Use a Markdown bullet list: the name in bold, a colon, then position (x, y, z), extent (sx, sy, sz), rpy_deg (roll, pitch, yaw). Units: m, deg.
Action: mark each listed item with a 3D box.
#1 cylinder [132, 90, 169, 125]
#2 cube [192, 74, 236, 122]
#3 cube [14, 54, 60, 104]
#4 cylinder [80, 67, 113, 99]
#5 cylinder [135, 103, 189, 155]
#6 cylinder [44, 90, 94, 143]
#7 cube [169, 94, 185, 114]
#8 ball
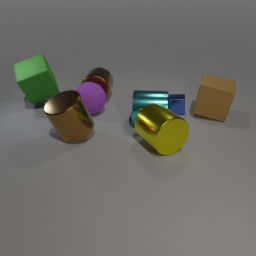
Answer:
- **cylinder**: position (0.898, -0.814, 11.309), extent (1.400, 1.400, 1.400), rpy_deg (2, 28, 4)
- **cube**: position (3.698, -1.323, 12.020), extent (1.400, 1.400, 1.400), rpy_deg (16, 33, 12)
- **cube**: position (-4.090, -2.204, 12.595), extent (1.400, 1.400, 1.400), rpy_deg (-23, 51, -5)
- **cylinder**: position (-1.495, -2.099, 13.684), extent (1.400, 1.400, 1.400), rpy_deg (3, 28, 5)
- **cylinder**: position (1.161, 0.010, 9.775), extent (1.400, 1.400, 1.400), rpy_deg (-14, 31, -24)
- **cylinder**: position (-2.114, -0.419, 10.190), extent (1.400, 1.400, 1.400), rpy_deg (-13, 40, 11)
- **cube**: position (2.183, -1.065, 12.463), extent (0.700, 0.700, 0.700), rpy_deg (1, 27, 12)
- **ball**: position (-1.667, -1.299, 12.227), extent (1.400, 1.400, 1.400), rpy_deg (0, 28, 0)
